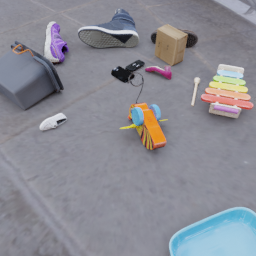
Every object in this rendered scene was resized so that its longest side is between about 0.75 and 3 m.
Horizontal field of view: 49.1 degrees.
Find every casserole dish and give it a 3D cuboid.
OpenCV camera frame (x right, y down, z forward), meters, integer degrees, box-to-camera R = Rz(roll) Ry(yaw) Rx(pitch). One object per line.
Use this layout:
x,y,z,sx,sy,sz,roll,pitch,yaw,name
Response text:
2.144,2.796,6.214,2.653,0.515,1.607,-17,48,-15,casserole dish

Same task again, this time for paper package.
1.781,-3.498,11.800,0.674,1.303,1.242,-29,53,-26,paper package

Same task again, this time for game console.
0.100,-2.406,11.526,1.529,0.184,0.902,-36,56,-28,game console

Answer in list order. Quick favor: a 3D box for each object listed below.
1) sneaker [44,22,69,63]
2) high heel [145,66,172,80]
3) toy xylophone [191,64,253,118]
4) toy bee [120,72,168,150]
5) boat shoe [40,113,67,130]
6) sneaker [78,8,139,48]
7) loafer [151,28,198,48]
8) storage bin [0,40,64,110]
-3.169,-3.724,12.486,1.050,1.015,2.516,4,53,-17,sneaker
1.220,-2.222,11.339,1.155,0.554,0.389,3,13,25,high heel
3.330,-1.327,10.122,1.952,0.670,2.666,7,46,7,toy xylophone
0.517,-0.345,8.978,1.562,1.297,2.387,10,65,-14,toy bee
-2.445,-0.155,9.258,0.324,0.340,0.945,34,45,30,boat shoe
-0.937,-4.691,13.019,2.733,1.039,1.975,1,56,-12,sneaker
2.164,-4.310,12.946,2.163,0.790,0.768,11,47,10,loafer
-3.859,-1.891,10.100,2.454,1.786,1.648,32,64,27,storage bin
